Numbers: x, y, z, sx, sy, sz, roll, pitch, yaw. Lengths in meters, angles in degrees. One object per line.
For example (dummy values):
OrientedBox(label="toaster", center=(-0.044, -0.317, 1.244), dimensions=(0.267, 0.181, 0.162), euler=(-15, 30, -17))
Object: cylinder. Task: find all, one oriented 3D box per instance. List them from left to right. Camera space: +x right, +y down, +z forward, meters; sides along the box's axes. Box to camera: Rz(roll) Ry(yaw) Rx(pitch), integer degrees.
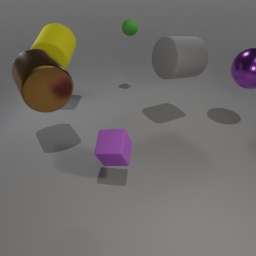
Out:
OrientedBox(label="cylinder", center=(-2.435, -1.358, 7.952), dimensions=(1.400, 1.400, 1.400), euler=(-15, 38, -25))
OrientedBox(label="cylinder", center=(-2.821, -3.023, 10.694), dimensions=(1.400, 1.400, 1.400), euler=(3, 48, 5))
OrientedBox(label="cylinder", center=(1.783, -2.435, 9.685), dimensions=(1.400, 1.400, 1.400), euler=(-11, 30, -32))

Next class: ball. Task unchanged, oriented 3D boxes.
OrientedBox(label="ball", center=(0.086, -4.330, 12.054), dimensions=(0.700, 0.700, 0.700), euler=(0, 29, 0))
OrientedBox(label="ball", center=(4.325, -2.063, 9.754), dimensions=(1.400, 1.400, 1.400), euler=(0, 29, 0))

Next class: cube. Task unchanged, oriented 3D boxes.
OrientedBox(label="cube", center=(-0.347, 0.500, 7.047), dimensions=(0.700, 0.700, 0.700), euler=(-3, 56, 17))
